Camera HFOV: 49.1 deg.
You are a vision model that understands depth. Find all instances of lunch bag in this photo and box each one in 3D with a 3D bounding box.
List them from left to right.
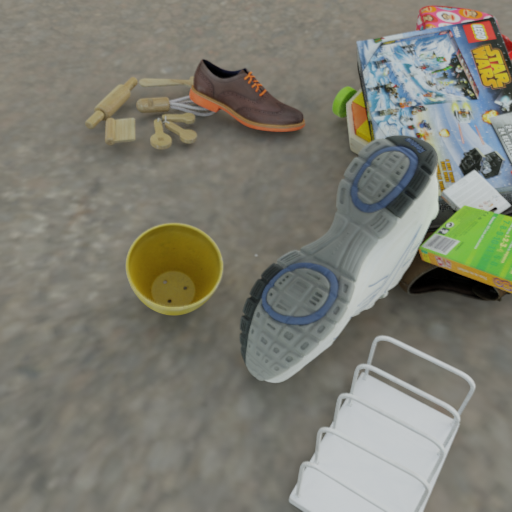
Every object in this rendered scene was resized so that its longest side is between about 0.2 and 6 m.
[{"bbox_3d":[4.287,-4.315,11.558,1.971,0.917,2.237,8,49,7],"label":"lunch bag"}]

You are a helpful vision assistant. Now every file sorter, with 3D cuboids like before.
[{"bbox_3d":[1.333,1.941,5.821,1.238,1.111,1.785,25,53,21],"label":"file sorter"}]

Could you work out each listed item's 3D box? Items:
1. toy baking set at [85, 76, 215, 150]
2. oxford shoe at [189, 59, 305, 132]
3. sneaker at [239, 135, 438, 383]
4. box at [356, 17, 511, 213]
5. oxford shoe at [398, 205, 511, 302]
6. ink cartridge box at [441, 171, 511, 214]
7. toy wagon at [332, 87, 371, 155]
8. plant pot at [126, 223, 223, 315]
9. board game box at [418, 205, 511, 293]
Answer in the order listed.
[{"bbox_3d":[-1.855,-2.728,10.496,2.019,0.306,2.630,17,49,5],"label":"toy baking set"},{"bbox_3d":[-0.127,-2.888,10.152,2.235,0.811,0.796,20,37,4],"label":"oxford shoe"},{"bbox_3d":[1.186,0.234,6.868,3.428,1.493,1.277,-49,50,1],"label":"sneaker"},{"bbox_3d":[2.961,-2.205,8.860,2.304,0.671,3.365,-7,62,8],"label":"box"},{"bbox_3d":[3.380,0.050,7.611,3.125,1.135,1.319,-9,54,5],"label":"oxford shoe"},{"bbox_3d":[2.993,-0.757,7.651,0.578,0.179,0.713,-33,68,-6],"label":"ink cartridge box"},{"bbox_3d":[3.137,-2.855,9.932,2.632,0.671,3.393,38,76,25],"label":"toy wagon"},{"bbox_3d":[-1.074,0.302,7.371,1.207,0.857,1.207,4,62,-7],"label":"plant pot"},{"bbox_3d":[2.959,-0.030,6.481,0.945,0.297,1.979,-40,32,-17],"label":"board game box"}]
